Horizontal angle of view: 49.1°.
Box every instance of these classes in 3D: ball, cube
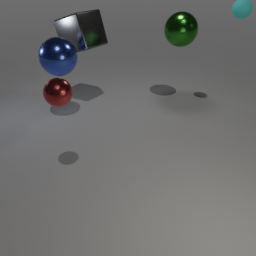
[{"bbox_3d":[-2.568,-2.621,10.319,1.400,1.400,1.400,0,30,0],"label":"ball"},{"bbox_3d":[-1.917,-3.937,11.536,1.400,1.400,1.400,1,24,37],"label":"cube"},{"bbox_3d":[-1.678,-0.852,6.722,0.700,0.700,0.700,0,30,0],"label":"ball"},{"bbox_3d":[2.214,-4.105,11.682,1.400,1.400,1.400,0,30,0],"label":"ball"},{"bbox_3d":[4.167,-4.355,10.222,0.700,0.700,0.700,0,30,0],"label":"ball"}]
